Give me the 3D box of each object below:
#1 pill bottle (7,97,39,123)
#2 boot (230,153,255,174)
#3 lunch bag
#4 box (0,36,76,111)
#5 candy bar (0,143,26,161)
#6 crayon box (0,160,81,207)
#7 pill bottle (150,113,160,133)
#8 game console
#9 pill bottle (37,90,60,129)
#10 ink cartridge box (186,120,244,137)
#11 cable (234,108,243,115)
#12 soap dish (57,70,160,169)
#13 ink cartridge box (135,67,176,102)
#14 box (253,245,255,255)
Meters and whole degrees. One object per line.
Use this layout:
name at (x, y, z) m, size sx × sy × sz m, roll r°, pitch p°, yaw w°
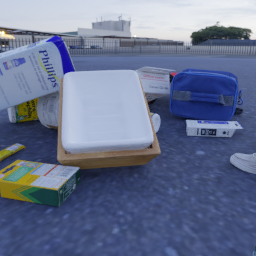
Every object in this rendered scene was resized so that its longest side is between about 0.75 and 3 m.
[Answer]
pill bottle at (-3.717, -0.861, 11.166) m, size 1.933 × 1.090 × 1.090 m, roll -9°, pitch 20°, yaw -29°
boot at (3.303, 0.709, 6.730) m, size 0.630 × 0.819 × 1.714 m, roll -14°, pitch 23°, yaw -37°
lunch bag at (3.104, -1.271, 11.117) m, size 2.782 × 1.890 × 1.840 m, roll 9°, pitch 21°, yaw 20°
box at (-3.404, -1.976, 9.565) m, size 2.885 × 1.514 × 2.653 m, roll -21°, pitch 25°, yaw -10°
candy bar at (-3.409, 0.732, 7.728) m, size 0.373 × 0.166 × 1.497 m, roll 9°, pitch 19°, yaw 15°
crayon box at (-1.967, 1.144, 6.044) m, size 1.617 × 0.417 × 1.017 m, roll 6°, pitch 19°, yaw 15°
pill bottle at (0.445, -0.234, 9.825) m, size 1.254 × 0.702 × 0.702 m, roll 11°, pitch 21°, yaw 31°
game console at (2.293, -2.128, 14.903) m, size 1.755 × 2.549 × 2.957 m, roll 37°, pitch 12°, yaw -14°
pill bottle at (-1.679, -0.582, 9.643) m, size 2.576 × 1.473 × 1.473 m, roll 8°, pitch 20°, yaw 24°
ink cartridge box at (2.937, 0.013, 9.656) m, size 1.820 × 0.357 × 0.905 m, roll 1°, pitch 17°, yaw 9°
cable at (4.486, -0.756, 12.259) m, size 1.118 × 0.284 × 0.912 m, roll 12°, pitch 16°, yaw 38°
soap dish at (-0.613, -0.258, 7.465) m, size 2.347 × 1.211 × 2.983 m, roll -3°, pitch 47°, yaw -8°
ink cartridge box at (0.711, -1.832, 12.491) m, size 1.663 × 0.964 × 2.855 m, roll 0°, pitch -7°, yaw -27°
box at (2.203, 2.005, 3.755) m, size 0.985 × 0.186 × 0.673 m, roll 8°, pitch 20°, yaw 24°
